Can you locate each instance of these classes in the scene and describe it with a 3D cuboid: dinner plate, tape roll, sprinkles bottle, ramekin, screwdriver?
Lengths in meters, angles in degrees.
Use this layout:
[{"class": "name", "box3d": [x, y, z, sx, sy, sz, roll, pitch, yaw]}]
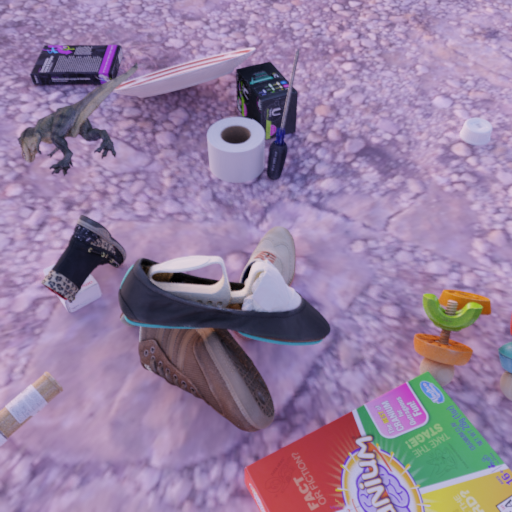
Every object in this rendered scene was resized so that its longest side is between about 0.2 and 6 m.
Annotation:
[{"class": "dinner plate", "box3d": [-1.539, -3.871, 12.001, 3.235, 0.392, 3.235, -14, 22, 6]}, {"class": "tape roll", "box3d": [-0.379, -2.043, 10.800, 1.108, 0.761, 1.108, 0, 48, 0]}, {"class": "sprinkles bottle", "box3d": [-2.985, 1.952, 7.165, 0.350, 0.350, 1.026, 34, 62, 27]}, {"class": "ramekin", "box3d": [4.566, -2.587, 11.595, 0.616, 0.300, 0.616, 0, 48, 0]}, {"class": "screwdriver", "box3d": [0.476, -2.495, 10.075, 0.349, 2.499, 0.364, -23, 45, -35]}]

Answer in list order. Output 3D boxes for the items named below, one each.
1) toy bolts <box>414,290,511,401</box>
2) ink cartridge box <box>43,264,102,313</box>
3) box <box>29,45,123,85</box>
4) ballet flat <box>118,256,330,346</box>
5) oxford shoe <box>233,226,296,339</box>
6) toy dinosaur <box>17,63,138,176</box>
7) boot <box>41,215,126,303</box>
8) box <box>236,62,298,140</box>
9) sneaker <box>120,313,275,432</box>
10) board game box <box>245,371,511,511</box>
[{"class": "toy bolts", "box3d": [3.204, 1.278, 7.930, 1.764, 1.224, 1.685, 13, 8, 24]}, {"class": "ink cartridge box", "box3d": [-2.909, 0.430, 8.880, 0.588, 0.342, 0.808, -31, 57, -24]}, {"class": "box", "box3d": [-4.239, -4.554, 13.325, 1.913, 0.345, 1.368, 1, 48, -1]}, {"class": "ballet flat", "box3d": [-0.292, 0.523, 6.959, 2.764, 0.945, 0.940, 7, 25, -13]}, {"class": "oxford shoe", "box3d": [0.194, 0.233, 8.731, 0.768, 0.801, 2.170, 11, 50, 8]}, {"class": "toy dinosaur", "box3d": [-3.250, -2.251, 10.127, 3.017, 0.716, 1.330, -25, 72, 18]}, {"class": "boot", "box3d": [-2.604, 0.165, 8.528, 0.566, 1.569, 1.185, 25, 73, 11]}, {"class": "box", "box3d": [0.203, -3.242, 11.704, 0.837, 1.000, 1.346, -19, 51, -16]}, {"class": "sneaker", "box3d": [-0.888, 1.392, 7.599, 1.182, 1.103, 3.131, -42, 43, 1]}, {"class": "board game box", "box3d": [1.551, 2.852, 6.574, 2.758, 0.556, 2.110, -22, 52, -19]}]
